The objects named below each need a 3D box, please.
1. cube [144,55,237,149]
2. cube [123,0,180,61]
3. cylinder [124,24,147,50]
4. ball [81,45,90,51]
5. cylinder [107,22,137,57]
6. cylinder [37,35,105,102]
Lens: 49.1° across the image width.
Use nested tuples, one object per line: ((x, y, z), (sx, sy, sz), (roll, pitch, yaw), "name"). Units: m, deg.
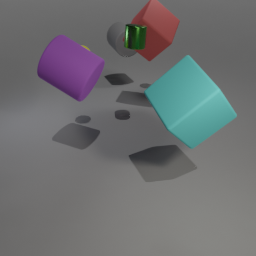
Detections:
((1.516, -0.595, 6.876), (1.400, 1.400, 1.400), (-39, 50, 15), "cube")
((0.892, -3.740, 10.753), (1.400, 1.400, 1.400), (33, 57, -19), "cube")
((0.238, -2.945, 9.024), (0.700, 0.700, 0.700), (4, 27, -2), "cylinder")
((-1.540, -2.351, 9.179), (0.700, 0.700, 0.700), (0, 30, 0), "ball")
((-0.217, -4.517, 14.263), (1.400, 1.400, 1.400), (-11, 38, -19), "cylinder")
((-1.608, -1.694, 8.024), (1.400, 1.400, 1.400), (31, 33, -1), "cylinder")
